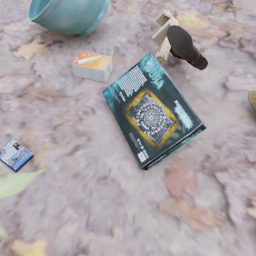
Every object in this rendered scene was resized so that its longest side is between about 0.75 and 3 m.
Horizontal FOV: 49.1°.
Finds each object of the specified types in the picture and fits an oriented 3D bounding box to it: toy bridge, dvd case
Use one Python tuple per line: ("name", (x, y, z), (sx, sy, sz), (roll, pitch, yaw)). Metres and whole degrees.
("toy bridge", (1.214, -3.100, 9.061), (0.373, 0.921, 2.740), (30, 49, -23))
("dvd case", (-3.019, 0.716, 7.405), (0.887, 0.078, 0.633), (30, 59, 21))

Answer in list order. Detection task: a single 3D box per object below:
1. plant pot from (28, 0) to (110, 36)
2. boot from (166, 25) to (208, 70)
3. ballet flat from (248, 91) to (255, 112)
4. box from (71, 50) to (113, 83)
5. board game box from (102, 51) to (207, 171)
("plant pot", (-1.852, -4.412, 9.641), (1.899, 2.834, 2.834), (27, 50, -37))
("boot", (1.478, -2.564, 8.549), (0.599, 1.737, 1.864), (-43, 30, 11))
("ballet flat", (3.971, -0.368, 7.620), (0.660, 0.704, 1.947), (-9, 64, -14))
("box", (-1.147, -1.998, 9.074), (1.124, 0.548, 0.699), (13, 56, 11))
("board game box", (0.565, -0.539, 7.540), (1.892, 0.394, 2.798), (-37, 57, 15))
